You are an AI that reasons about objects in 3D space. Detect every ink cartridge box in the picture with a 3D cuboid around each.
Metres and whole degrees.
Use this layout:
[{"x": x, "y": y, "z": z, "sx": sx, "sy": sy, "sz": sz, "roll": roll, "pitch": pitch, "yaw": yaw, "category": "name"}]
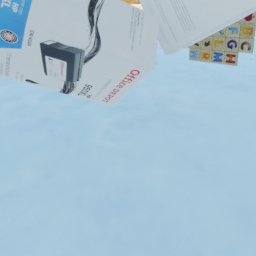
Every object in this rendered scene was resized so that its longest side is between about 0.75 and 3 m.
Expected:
[{"x": -1.041, "y": -1.449, "z": 4.886, "sx": 2.628, "sy": 1.107, "sz": 1.900, "roll": 14, "pitch": -21, "yaw": -21, "category": "ink cartridge box"}]

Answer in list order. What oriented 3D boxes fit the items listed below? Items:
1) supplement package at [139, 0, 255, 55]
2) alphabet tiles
[{"x": 1.728, "y": -2.895, "z": 6.325, "sx": 2.502, "sy": 1.517, "sz": 1.498, "roll": -24, "pitch": 7, "yaw": 19, "category": "supplement package"}, {"x": 3.109, "y": -3.574, "z": 10.144, "sx": 2.951, "sy": 2.455, "sz": 0.093, "roll": 19, "pitch": 34, "yaw": 38, "category": "alphabet tiles"}]
